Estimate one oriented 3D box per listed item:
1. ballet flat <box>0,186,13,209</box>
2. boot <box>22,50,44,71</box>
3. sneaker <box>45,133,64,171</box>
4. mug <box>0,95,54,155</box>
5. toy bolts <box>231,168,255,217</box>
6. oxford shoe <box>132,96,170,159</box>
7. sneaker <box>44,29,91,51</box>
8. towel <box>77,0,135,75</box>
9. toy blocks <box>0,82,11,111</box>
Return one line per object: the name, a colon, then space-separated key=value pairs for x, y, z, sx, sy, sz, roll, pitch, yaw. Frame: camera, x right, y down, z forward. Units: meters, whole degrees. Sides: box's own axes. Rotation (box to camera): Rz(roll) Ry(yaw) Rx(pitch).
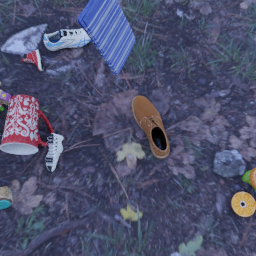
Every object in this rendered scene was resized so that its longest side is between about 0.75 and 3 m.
ballet flat: x=-5.574 y=2.789 z=10.447 sx=2.590 sy=0.913 sz=0.846 roll=-12 pitch=46 yaw=-7
boot: x=-4.246 y=-2.907 z=12.451 sx=0.824 sy=0.413 sz=1.142 roll=-19 pitch=65 yaw=-6
sneaker: x=-2.865 y=0.973 z=11.092 sx=0.564 sy=0.609 sz=1.501 roll=5 pitch=87 yaw=37
mug: x=-4.056 y=-0.075 z=11.233 sx=1.391 sy=1.851 sz=2.085 roll=-18 pitch=63 yaw=32
toy bolts: x=5.006 y=2.607 z=10.074 sx=2.050 sy=1.422 sz=1.959 roll=41 pitch=76 yaw=12
oxford shoe: x=0.973 y=-0.200 z=11.243 sx=1.018 sy=1.018 sz=2.855 roll=-23 pitch=72 yaw=-6
sneaker: x=-2.623 y=-4.087 z=12.611 sx=2.325 sy=0.842 sz=0.835 roll=-16 pitch=71 yaw=-7
towel: x=-0.610 y=-3.273 z=9.473 sx=0.305 sy=2.554 sz=1.849 roll=12 pitch=65 yaw=32
toy blocks: x=-5.812 y=-0.916 z=10.871 sx=1.791 sy=2.128 sz=1.988 roll=20 pitch=73 yaw=6
